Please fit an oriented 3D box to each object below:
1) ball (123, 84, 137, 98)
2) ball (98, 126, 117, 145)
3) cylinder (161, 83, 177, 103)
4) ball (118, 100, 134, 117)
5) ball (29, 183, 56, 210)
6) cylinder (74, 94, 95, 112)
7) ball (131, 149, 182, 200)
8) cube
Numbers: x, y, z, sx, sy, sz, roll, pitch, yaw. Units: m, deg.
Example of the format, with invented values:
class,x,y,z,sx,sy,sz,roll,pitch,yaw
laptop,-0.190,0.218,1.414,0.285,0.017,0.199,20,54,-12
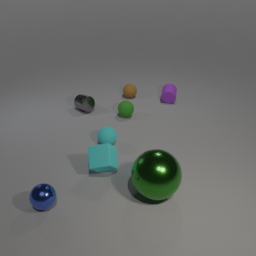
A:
class,x,y,z,sx,sy,sz,roll,pitch,yaw
ball,0.097,-1.856,13.953,0.700,0.700,0.700,0,30,0
ball,-0.759,0.292,10.244,0.700,0.700,0.700,0,30,0
cylinder,1.978,-1.666,13.480,0.700,0.700,0.700,6,43,9
ball,-0.089,-0.841,12.124,0.700,0.700,0.700,0,30,0
ball,-2.281,1.836,7.516,0.700,0.700,0.700,0,30,0
cylinder,-1.956,-1.130,12.602,0.700,0.700,0.700,-23,27,-34
ball,0.785,1.285,7.762,1.400,1.400,1.400,0,30,0
cube,-0.759,0.925,8.632,0.700,0.700,0.700,-11,71,17
